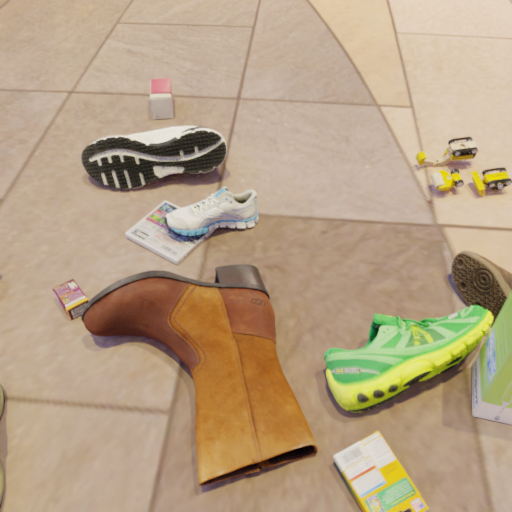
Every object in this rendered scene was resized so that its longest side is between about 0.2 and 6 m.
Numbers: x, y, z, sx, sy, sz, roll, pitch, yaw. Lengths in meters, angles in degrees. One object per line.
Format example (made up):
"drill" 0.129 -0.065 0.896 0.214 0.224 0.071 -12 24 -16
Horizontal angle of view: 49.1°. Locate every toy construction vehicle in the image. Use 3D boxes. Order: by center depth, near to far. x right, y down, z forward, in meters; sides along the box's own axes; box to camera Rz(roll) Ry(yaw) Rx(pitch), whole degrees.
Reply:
"toy construction vehicle" 4.331 -1.789 11.839 1.582 0.557 1.378 -10 58 -6

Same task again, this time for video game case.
"video game case" -1.635 -0.471 10.751 1.294 0.149 1.179 26 52 23

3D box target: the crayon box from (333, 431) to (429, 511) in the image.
"crayon box" 1.596 2.962 7.268 0.712 0.292 1.133 -26 52 -9

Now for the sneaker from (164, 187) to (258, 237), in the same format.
"sneaker" -0.820 -0.924 10.564 1.881 0.815 0.705 -12 44 -23

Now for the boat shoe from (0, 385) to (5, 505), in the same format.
"boat shoe" -3.913 2.489 7.382 0.926 0.904 2.447 -13 48 -12

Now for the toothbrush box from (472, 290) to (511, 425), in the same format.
"toothbrush box" 4.005 1.423 7.496 1.608 2.208 0.950 10 46 10

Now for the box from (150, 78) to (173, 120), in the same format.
"box" -2.300 -3.831 13.661 0.511 0.600 0.938 -5 46 -5

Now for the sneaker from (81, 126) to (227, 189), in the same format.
"sneaker" -2.139 -2.145 11.918 3.031 1.117 1.212 -5 23 -3

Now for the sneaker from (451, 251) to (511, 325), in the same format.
"sneaker" 4.274 0.779 9.274 0.886 0.826 2.345 -10 48 -35

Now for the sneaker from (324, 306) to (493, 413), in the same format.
"sneaker" 2.311 1.267 8.383 2.863 1.061 1.197 -20 61 -18

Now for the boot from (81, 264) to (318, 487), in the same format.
"boot" -0.969 1.775 8.264 3.033 1.103 3.222 -4 53 -16

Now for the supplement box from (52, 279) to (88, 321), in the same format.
"supplement box" -3.120 0.736 9.480 0.394 0.310 0.602 -28 52 -24
